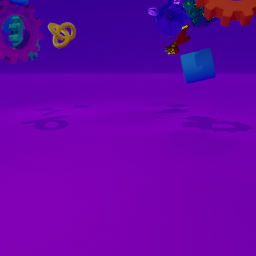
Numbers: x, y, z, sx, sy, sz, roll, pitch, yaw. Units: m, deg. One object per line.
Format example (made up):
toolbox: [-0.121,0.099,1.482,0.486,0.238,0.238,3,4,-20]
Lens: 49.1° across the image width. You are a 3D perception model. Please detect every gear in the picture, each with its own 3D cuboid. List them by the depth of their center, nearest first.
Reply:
gear: [2.542,-3.255,6.601,1.821,1.821,0.337,2,-19,11]
gear: [-3.369,-2.846,8.254,0.337,1.822,1.822,24,23,31]
gear: [-3.615,-3.161,9.867,0.281,1.520,1.520,1,12,12]

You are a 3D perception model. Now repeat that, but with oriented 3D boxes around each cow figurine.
cow figurine: [2.062,-3.731,11.855,1.209,1.229,0.675,-33,52,-11]

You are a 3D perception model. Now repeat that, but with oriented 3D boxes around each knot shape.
knot shape: [-2.755,-3.884,11.393,1.061,1.134,0.524,36,-19,-12]

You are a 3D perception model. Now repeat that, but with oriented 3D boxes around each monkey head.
monkey head: [1.415,-3.953,9.836,1.190,1.421,1.975,-35,-31,26]

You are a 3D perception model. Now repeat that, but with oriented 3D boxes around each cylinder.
cylinder: [2.003,-1.756,7.990,0.833,0.833,0.833,-11,9,17]

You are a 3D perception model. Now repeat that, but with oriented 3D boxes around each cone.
cone: [-4.229,-4.026,10.358,0.844,0.844,0.847,1,32,6]

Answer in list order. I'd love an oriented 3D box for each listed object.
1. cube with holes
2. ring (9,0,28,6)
cube with holes: [2.183,-3.404,7.936,0.762,0.762,0.762,-25,-4,43]
ring: [-3.104,-3.561,6.610,1.677,0.335,1.677,42,11,-10]
